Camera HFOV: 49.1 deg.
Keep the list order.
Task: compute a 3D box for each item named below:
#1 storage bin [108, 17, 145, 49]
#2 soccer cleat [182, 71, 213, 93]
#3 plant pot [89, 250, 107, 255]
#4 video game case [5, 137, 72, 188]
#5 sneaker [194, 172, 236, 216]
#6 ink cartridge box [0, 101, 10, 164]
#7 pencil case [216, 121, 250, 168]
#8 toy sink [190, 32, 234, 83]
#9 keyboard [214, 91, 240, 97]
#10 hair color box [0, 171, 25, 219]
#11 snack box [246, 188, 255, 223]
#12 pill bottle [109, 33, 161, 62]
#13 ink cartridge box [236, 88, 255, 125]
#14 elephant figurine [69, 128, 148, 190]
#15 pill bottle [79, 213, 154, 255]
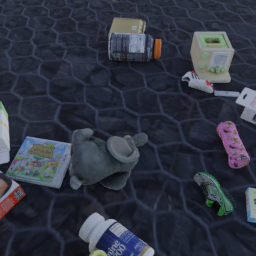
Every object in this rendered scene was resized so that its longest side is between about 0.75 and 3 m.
[{"bbox_3d":[-0.043,-5.055,15.059,1.797,0.848,1.810,6,49,4],"label":"storage bin"},{"bbox_3d":[3.144,-1.998,12.674,0.706,0.569,1.658,-32,53,-13],"label":"soccer cleat"},{"bbox_3d":[-1.841,4.301,6.089,2.649,2.881,2.881,-8,49,9],"label":"plant pot"},{"bbox_3d":[-3.110,1.182,10.133,1.982,0.219,1.804,9,50,8],"label":"video game case"},{"bbox_3d":[2.705,2.096,9.088,0.689,0.631,1.617,-27,55,-21],"label":"sneaker"},{"bbox_3d":[-5.328,0.247,10.512,1.473,0.846,2.514,-14,51,-12],"label":"ink cartridge box"},{"bbox_3d":[3.828,0.586,10.301,0.736,0.770,1.779,-14,48,10],"label":"pencil case"},{"bbox_3d":[4.013,-3.447,13.337,1.565,1.345,2.401,0,50,0],"label":"toy sink"},{"bbox_3d":[4.444,-1.537,12.576,1.113,0.059,0.313,4,45,3],"label":"keyboard"},{"bbox_3d":[-4.546,2.505,8.674,1.195,0.721,2.355,26,54,22],"label":"hair color box"},{"bbox_3d":[4.725,2.580,8.861,1.813,0.336,1.053,10,50,8],"label":"snack box"},{"bbox_3d":[0.364,-3.951,13.792,2.513,1.335,1.335,4,50,3],"label":"pill bottle"},{"bbox_3d":[5.488,-0.727,11.447,2.070,0.691,1.199,29,55,22],"label":"ink cartridge box"},{"bbox_3d":[-0.451,0.979,9.386,2.878,2.036,2.233,6,77,-15],"label":"elephant figurine"},{"bbox_3d":[-0.368,3.266,7.772,1.980,1.099,1.099,30,56,23],"label":"pill bottle"}]
